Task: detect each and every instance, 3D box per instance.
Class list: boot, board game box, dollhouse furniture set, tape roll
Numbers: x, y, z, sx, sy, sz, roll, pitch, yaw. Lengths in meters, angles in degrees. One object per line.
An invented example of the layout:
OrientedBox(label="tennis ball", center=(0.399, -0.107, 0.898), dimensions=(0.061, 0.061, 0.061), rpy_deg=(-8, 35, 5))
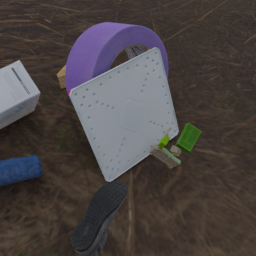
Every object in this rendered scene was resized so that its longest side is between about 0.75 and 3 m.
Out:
OrientedBox(label="boot", center=(-0.551, 1.948, 5.766), dimensions=(0.569, 1.073, 1.629), rpy_deg=(25, 55, 26))
OrientedBox(label="board game box", center=(0.042, -0.342, 7.109), dimensions=(2.598, 2.597, 0.336), rpy_deg=(-32, 31, -24))
OrientedBox(label="dollhouse furniture set", center=(1.134, 0.415, 6.815), dimensions=(0.767, 1.536, 0.593), rpy_deg=(33, 67, -1))
OrientedBox(label="tape roll", center=(-0.222, -1.397, 7.680), dimensions=(2.773, 2.773, 1.178), rpy_deg=(-37, 42, -28))

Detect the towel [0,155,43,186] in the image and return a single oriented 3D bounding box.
OrientedBox(label="towel", center=(-3.199, 1.106, 6.472), dimensions=(2.358, 1.316, 0.572), rpy_deg=(-11, 84, -21))

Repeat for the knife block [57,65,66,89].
OrientedBox(label="knife block", center=(-1.450, -1.956, 9.742), dimensions=(1.445, 0.527, 1.646), rpy_deg=(12, 47, 17))

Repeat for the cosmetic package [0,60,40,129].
OrientedBox(label="cosmetic package", center=(-3.551, -0.715, 7.724), dimensions=(1.781, 1.776, 1.095), rpy_deg=(-33, 92, -26))
